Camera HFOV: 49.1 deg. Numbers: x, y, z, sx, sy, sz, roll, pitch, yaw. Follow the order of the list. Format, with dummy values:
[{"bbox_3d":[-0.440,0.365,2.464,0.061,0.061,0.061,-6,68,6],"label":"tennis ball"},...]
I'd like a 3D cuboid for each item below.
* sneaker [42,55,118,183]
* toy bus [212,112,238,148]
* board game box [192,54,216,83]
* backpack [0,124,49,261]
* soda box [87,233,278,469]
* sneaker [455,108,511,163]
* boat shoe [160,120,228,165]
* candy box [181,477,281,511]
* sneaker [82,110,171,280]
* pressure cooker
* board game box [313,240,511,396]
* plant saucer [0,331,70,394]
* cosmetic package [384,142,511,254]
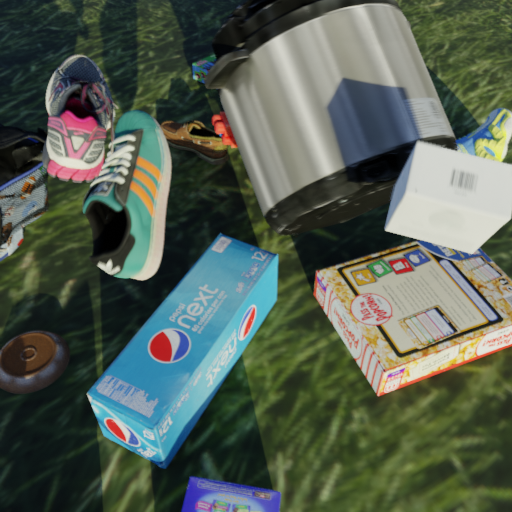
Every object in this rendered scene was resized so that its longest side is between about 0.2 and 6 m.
[{"bbox_3d":[-2.138,-1.888,6.997,0.898,0.832,2.227,5,45,-23],"label":"sneaker"},{"bbox_3d":[0.143,-2.633,12.197,2.057,1.454,2.143,-7,46,-19],"label":"toy bus"},{"bbox_3d":[0.020,-4.991,15.401,2.865,0.524,2.167,33,53,28],"label":"board game box"},{"bbox_3d":[-5.801,-1.022,9.386,3.841,2.959,3.658,24,35,9],"label":"backpack"},{"bbox_3d":[-0.924,1.282,8.580,1.134,1.198,3.533,21,48,20],"label":"soda box"},{"bbox_3d":[4.809,-2.484,12.490,1.484,1.070,2.824,15,48,15],"label":"sneaker"},{"bbox_3d":[-1.466,-2.854,13.125,2.026,0.689,0.729,26,50,24],"label":"boat shoe"},{"bbox_3d":[-0.393,3.548,6.762,1.209,0.551,1.430,8,44,6],"label":"candy box"},{"bbox_3d":[-1.944,-1.013,8.269,0.951,1.064,2.664,-10,76,29],"label":"sneaker"},{"bbox_3d":[1.163,-2.551,9.138,3.357,3.306,3.759,-22,85,12],"label":"pressure cooker"},{"bbox_3d":[2.804,0.797,9.429,2.989,0.692,2.264,-15,47,-15],"label":"board game box"},{"bbox_3d":[-3.613,1.624,8.950,1.201,0.220,1.201,1,44,-1],"label":"plant saucer"},{"bbox_3d":[2.036,-0.590,5.989,1.036,1.039,0.639,16,71,6],"label":"cosmetic package"}]
